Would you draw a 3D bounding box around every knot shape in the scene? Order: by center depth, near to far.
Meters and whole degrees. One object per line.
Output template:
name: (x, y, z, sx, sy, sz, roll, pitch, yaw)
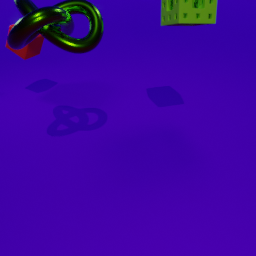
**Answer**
knot shape: (-1.378, -2.078, 5.599, 1.800, 0.889, 1.924, 1, 33, -10)

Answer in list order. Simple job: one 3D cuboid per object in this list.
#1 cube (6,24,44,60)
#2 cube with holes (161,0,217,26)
cube: (-3.245, -2.771, 8.877, 0.781, 0.781, 0.781, 34, 36, 3)
cube with holes: (1.462, -3.033, 6.818, 0.984, 0.984, 0.984, -6, 18, -17)
